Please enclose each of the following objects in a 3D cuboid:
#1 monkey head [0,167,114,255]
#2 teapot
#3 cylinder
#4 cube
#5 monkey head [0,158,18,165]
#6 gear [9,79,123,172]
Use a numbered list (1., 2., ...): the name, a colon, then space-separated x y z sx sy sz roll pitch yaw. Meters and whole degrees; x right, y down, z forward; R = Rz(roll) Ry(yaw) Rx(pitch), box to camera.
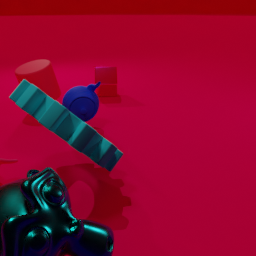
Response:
1. monkey head: -0.949 1.190 3.035 1.385 1.160 1.926 33 41 -22
2. teapot: -1.086 -0.563 6.722 0.908 1.460 0.715 27 16 -28
3. cylinder: -2.514 -1.272 7.896 1.000 1.000 1.000 -8 35 6
4. cube: -0.726 -1.531 9.325 0.720 0.720 0.720 -2 63 -4
5. monkey head: -2.574 0.583 4.479 1.399 0.843 1.006 -25 -1 -16
6. gear: -0.964 -0.018 4.549 0.358 1.934 1.934 -53 42 -7
